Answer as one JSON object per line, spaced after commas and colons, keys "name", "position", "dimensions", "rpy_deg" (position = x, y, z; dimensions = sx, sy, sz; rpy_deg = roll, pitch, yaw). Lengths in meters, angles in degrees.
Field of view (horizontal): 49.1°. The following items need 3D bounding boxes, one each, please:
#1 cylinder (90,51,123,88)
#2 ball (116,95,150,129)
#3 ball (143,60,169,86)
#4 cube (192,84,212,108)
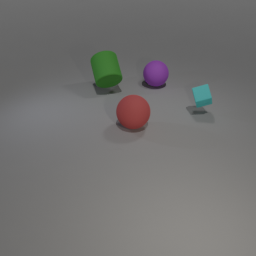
{"name": "cylinder", "position": [-1.111, -2.995, 14.387], "dimensions": [1.400, 1.400, 1.400], "rpy_deg": [-10, 72, -16]}
{"name": "ball", "position": [0.217, -0.657, 11.433], "dimensions": [1.400, 1.400, 1.400], "rpy_deg": [0, 31, 0]}
{"name": "ball", "position": [1.527, -2.984, 15.347], "dimensions": [1.400, 1.400, 1.400], "rpy_deg": [0, 31, 0]}
{"name": "cube", "position": [3.272, -1.405, 12.344], "dimensions": [0.700, 0.700, 0.700], "rpy_deg": [-14, 69, 14]}
